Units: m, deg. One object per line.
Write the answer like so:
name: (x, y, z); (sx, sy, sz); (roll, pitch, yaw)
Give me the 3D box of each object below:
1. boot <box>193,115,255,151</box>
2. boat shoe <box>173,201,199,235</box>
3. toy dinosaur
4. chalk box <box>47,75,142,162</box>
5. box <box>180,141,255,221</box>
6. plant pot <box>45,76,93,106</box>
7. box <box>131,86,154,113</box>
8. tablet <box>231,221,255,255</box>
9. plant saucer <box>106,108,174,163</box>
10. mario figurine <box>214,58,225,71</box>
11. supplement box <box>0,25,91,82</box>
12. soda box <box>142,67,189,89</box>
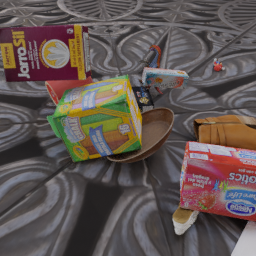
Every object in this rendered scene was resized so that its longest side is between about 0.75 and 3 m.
boot: (3.133, 0.351, 8.322); (2.016, 0.996, 2.597); (0, 35, -2)
boat shoe: (1.364, 2.033, 6.538); (0.469, 0.459, 1.325); (12, 16, 31)
toy dinosaur: (0.979, -2.349, 10.873); (1.725, 1.565, 0.906); (15, 31, -36)
chalk box: (-1.077, -0.220, 8.257); (2.695, 1.677, 1.668); (-13, 33, 11)
box: (2.618, 1.247, 6.564); (2.664, 1.272, 1.328); (8, 16, 8)
plant pot: (-2.219, -1.547, 10.579); (1.423, 1.608, 1.608); (-31, 45, -19)
box: (0.113, -1.089, 10.833); (1.564, 0.391, 1.576); (-2, 36, -5)
tablet: (3.233, 2.779, 5.779); (1.867, 0.127, 1.215); (25, 43, 30)
plant saucer: (0.399, 0.272, 8.246); (2.324, 0.425, 2.324); (-29, 24, 15)
mario figurine: (4.393, -3.060, 13.448); (0.535, 0.459, 0.867); (6, 35, 8)
supplement box: (-2.298, -2.166, 8.107); (2.300, 1.505, 1.187); (-2, 17, 2)
soda box: (1.309, -1.745, 9.844); (1.559, 0.496, 0.533); (2, 35, -13)
